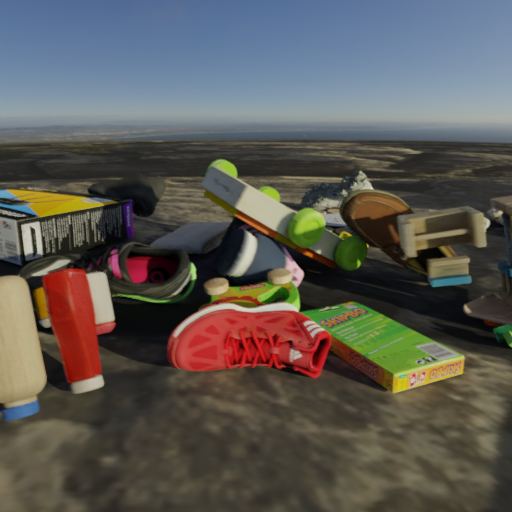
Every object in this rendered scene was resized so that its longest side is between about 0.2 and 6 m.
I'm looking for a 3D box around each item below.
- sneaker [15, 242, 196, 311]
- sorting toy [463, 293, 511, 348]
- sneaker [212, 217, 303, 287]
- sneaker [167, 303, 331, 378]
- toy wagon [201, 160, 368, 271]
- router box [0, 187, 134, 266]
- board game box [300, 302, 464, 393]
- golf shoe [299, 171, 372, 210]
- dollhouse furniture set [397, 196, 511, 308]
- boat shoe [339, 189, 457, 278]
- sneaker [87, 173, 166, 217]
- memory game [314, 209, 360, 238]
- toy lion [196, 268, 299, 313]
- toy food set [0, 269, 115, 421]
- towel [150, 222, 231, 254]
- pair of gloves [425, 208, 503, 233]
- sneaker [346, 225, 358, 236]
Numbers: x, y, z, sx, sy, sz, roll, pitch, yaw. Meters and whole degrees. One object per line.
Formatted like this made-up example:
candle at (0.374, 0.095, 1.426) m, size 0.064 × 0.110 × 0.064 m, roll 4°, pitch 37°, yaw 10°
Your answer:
sneaker at (-2.174, 0.200, 8.119) m, size 2.613 × 1.003 × 1.095 m, roll -6°, pitch -28°, yaw -17°
sorting toy at (3.443, 0.892, 7.594) m, size 1.167 × 0.232 × 1.579 m, roll 19°, pitch 21°, yaw 41°
sneaker at (-0.027, 0.057, 9.802) m, size 1.227 × 1.050 × 2.992 m, roll 24°, pitch 8°, yaw -11°
sneaker at (0.046, 0.983, 6.327) m, size 1.923 × 0.753 × 1.111 m, roll -12°, pitch 18°, yaw -34°
toy wagon at (0.736, -0.583, 10.293) m, size 3.690 × 0.730 × 2.863 m, roll 25°, pitch 8°, yaw -42°
router box at (-5.049, -0.806, 12.413) m, size 3.790 × 0.968 × 2.827 m, roll 11°, pitch 18°, yaw 34°
board game box at (1.420, 1.040, 6.943) m, size 0.997 × 0.313 × 2.087 m, roll -8°, pitch 19°, yaw -25°
golf shoe at (2.280, -1.512, 15.717) m, size 2.376 × 1.155 × 0.930 m, roll -8°, pitch 47°, yaw 48°
dollhouse furniture set at (3.148, 0.048, 7.773) m, size 2.158 × 1.521 × 1.512 m, roll -7°, pitch 10°, yaw 10°
boat shoe at (2.477, -0.301, 9.177) m, size 2.453 × 0.883 × 0.834 m, roll 25°, pitch 20°, yaw -24°
sneaker at (-3.030, -1.489, 13.270) m, size 2.246 × 0.853 × 1.019 m, roll 9°, pitch 50°, yaw 31°
memory game at (2.158, -0.817, 13.980) m, size 3.130 × 0.199 × 3.130 m, roll 0°, pitch 14°, yaw 0°
toy lion at (-0.119, 0.745, 7.623) m, size 1.500 × 0.515 × 1.438 m, roll -10°, pitch 23°, yaw -5°
toy food set at (-2.439, 0.977, 6.145) m, size 1.481 × 1.396 × 3.102 m, roll -13°, pitch -3°, yaw 4°
towel at (-1.295, -0.379, 11.894) m, size 1.243 × 0.323 × 1.876 m, roll 0°, pitch 17°, yaw 22°
pair of gloves at (5.663, -0.891, 13.683) m, size 2.864 × 0.502 × 2.435 m, roll 2°, pitch 15°, yaw 11°
sneaker at (2.723, -0.670, 12.272) m, size 0.775 × 0.734 × 1.918 m, roll -1°, pitch 28°, yaw -46°
